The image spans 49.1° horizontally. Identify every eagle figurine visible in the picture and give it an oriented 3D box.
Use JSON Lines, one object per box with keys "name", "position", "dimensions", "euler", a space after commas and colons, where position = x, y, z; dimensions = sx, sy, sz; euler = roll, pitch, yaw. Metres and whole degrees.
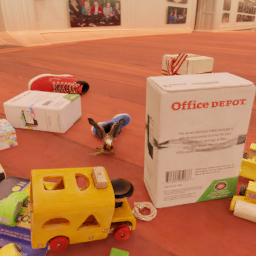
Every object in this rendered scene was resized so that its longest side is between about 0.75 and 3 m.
{"name": "eagle figurine", "position": [-0.643, 0.206, 8.764], "dimensions": [1.048, 1.388, 1.054], "euler": [22, 32, 40]}

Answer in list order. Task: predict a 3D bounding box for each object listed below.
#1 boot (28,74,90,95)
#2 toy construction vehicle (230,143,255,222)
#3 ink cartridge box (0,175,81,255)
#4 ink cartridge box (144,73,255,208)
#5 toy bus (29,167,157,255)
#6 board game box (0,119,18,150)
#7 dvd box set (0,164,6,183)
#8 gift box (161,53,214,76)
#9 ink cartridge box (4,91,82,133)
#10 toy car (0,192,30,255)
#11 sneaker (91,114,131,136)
{"name": "boot", "position": [-3.458, -2.110, 14.337], "dimensions": [2.789, 1.010, 2.012], "euler": [-17, 31, -39]}
{"name": "toy construction vehicle", "position": [3.808, 1.286, 6.879], "dimensions": [2.456, 0.993, 2.821], "euler": [15, 29, 29]}
{"name": "ink cartridge box", "position": [-2.393, 1.906, 6.181], "dimensions": [2.085, 0.496, 2.109], "euler": [8, 23, 13]}
{"name": "ink cartridge box", "position": [1.554, 0.258, 6.724], "dimensions": [2.174, 2.966, 1.232], "euler": [-5, 26, -10]}
{"name": "toy bus", "position": [-0.737, 1.429, 5.613], "dimensions": [2.428, 1.330, 2.573], "euler": [23, 31, 16]}
{"name": "board game box", "position": [-4.344, 0.200, 9.704], "dimensions": [0.614, 0.603, 1.171], "euler": [-17, 30, -33]}
{"name": "dvd box set", "position": [-4.996, 1.076, 8.007], "dimensions": [2.190, 0.440, 2.994], "euler": [-17, 30, -33]}
{"name": "gift box", "position": [3.029, -2.815, 14.434], "dimensions": [2.173, 2.148, 2.328], "euler": [-13, 22, -30]}
{"name": "ink cartridge box", "position": [-3.320, -0.700, 11.148], "dimensions": [2.431, 1.021, 1.760], "euler": [6, 25, 13]}
{"name": "toy car", "position": [-2.498, 1.945, 5.431], "dimensions": [1.808, 0.403, 1.701], "euler": [7, 51, 13]}
{"name": "sneaker", "position": [-0.457, -0.043, 10.195], "dimensions": [1.585, 0.608, 0.882], "euler": [-17, 23, -24]}
